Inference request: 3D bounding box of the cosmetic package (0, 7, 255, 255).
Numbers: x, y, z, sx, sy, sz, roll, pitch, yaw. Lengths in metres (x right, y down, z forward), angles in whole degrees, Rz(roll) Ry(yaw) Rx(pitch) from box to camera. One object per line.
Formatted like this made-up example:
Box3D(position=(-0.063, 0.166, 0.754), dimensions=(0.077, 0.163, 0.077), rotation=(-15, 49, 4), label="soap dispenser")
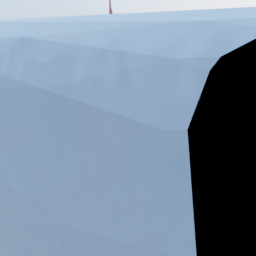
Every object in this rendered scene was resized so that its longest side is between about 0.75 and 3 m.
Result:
Box3D(position=(0.000, 0.587, 2.010), dimensions=(2.314, 2.316, 2.807), rotation=(11, 19, 34), label="cosmetic package")
